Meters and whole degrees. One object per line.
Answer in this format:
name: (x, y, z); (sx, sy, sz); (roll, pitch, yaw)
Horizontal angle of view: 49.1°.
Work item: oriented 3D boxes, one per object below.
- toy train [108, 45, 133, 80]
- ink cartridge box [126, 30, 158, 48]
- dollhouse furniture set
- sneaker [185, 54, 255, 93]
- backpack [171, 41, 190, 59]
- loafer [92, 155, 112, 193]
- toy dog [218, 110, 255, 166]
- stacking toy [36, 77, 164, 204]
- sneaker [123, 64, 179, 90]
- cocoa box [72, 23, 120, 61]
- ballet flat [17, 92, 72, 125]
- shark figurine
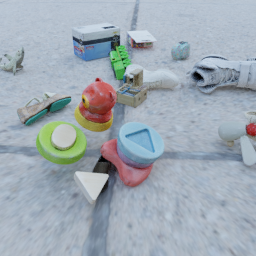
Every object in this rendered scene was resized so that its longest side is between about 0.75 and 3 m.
toy train: (-0.319, -2.666, 11.195); (0.794, 0.588, 2.816); (-13, 33, -1)
ink cartridge box: (0.655, -4.309, 13.802); (1.092, 0.505, 2.004); (-7, 34, -11)
dollhouse furniture set: (0.104, -1.327, 8.555); (0.766, 1.087, 0.762); (18, 37, 26)
sneaker: (3.349, -1.680, 9.177); (2.888, 1.085, 1.660); (21, 38, 38)
backpack: (2.264, -3.301, 12.026); (0.801, 0.704, 0.614); (-22, 35, -24)
loafer: (-0.574, 0.875, 5.753); (0.391, 0.382, 1.071); (2, 33, 3)
toy dog: (3.200, 0.395, 6.174); (1.456, 1.063, 2.208); (-19, 20, -25)
stacking toy: (-0.503, 0.112, 5.577); (2.334, 0.986, 2.113); (42, 42, 17)
sneaker: (0.744, -1.544, 9.471); (1.922, 0.720, 0.958); (12, 54, 17)
cocoa box: (-1.386, -3.828, 12.382); (1.822, 1.195, 1.215); (-20, 37, -28)
ballet flat: (-2.362, -0.693, 7.925); (0.576, 0.583, 1.713); (50, 47, 5)
shark figurine: (-4.557, -2.499, 11.030); (1.800, 1.075, 0.751); (-1, 2, 31)
